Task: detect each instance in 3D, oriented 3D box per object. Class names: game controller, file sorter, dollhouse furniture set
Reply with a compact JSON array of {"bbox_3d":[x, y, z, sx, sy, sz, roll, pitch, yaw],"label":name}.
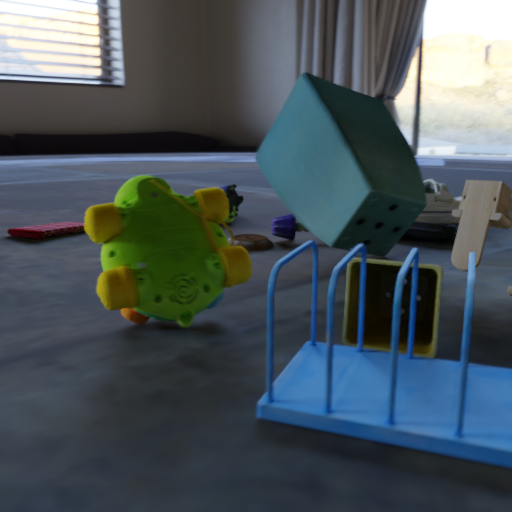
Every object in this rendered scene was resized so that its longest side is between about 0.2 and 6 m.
[{"bbox_3d":[3.349,-0.564,12.090,1.952,0.411,1.018,11,9,37],"label":"game controller"},{"bbox_3d":[1.256,0.651,4.744,2.126,1.304,1.475,5,13,21],"label":"file sorter"},{"bbox_3d":[4.854,0.198,8.523,2.797,1.601,3.280,11,-7,42],"label":"dollhouse furniture set"}]

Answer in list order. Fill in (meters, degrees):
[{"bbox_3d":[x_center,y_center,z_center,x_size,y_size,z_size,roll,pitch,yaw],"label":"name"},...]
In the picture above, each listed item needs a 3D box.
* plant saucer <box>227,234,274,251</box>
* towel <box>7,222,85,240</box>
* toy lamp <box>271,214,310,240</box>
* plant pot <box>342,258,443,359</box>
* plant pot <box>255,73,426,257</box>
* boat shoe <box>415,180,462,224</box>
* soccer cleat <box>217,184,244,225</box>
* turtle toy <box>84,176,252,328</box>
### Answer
[{"bbox_3d":[-0.146,-0.285,11.232,1.007,0.184,1.007,0,14,0],"label":"plant saucer"},{"bbox_3d":[-4.563,-0.587,12.540,1.143,0.178,1.581,6,13,34],"label":"towel"},{"bbox_3d":[1.303,-0.597,11.762,1.966,0.572,0.572,-1,13,-2],"label":"toy lamp"},{"bbox_3d":[1.586,0.508,6.258,0.975,0.968,0.997,5,5,23],"label":"plant pot"},{"bbox_3d":[1.682,-1.524,10.566,2.099,2.100,2.971,9,41,-30],"label":"plant pot"},{"bbox_3d":[4.398,-1.367,13.907,3.164,1.057,1.164,-9,16,-35],"label":"boat shoe"},{"bbox_3d":[-1.022,-1.187,14.319,1.067,0.824,2.550,-28,11,16],"label":"soccer cleat"},{"bbox_3d":[-1.183,-0.135,7.015,1.776,1.232,2.437,-10,58,-18],"label":"turtle toy"}]
